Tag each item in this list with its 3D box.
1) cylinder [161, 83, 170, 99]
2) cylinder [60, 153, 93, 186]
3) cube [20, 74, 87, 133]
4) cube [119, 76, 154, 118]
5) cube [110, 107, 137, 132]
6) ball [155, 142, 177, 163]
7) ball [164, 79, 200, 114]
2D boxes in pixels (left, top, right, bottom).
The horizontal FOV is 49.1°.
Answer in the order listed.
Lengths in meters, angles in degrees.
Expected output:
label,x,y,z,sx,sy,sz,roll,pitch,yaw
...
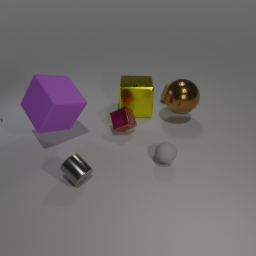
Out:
label,x,y,z,sx,sy,sz,roll,pitch,yaw
cylinder,1.985,-1.665,13.095,0.700,0.700,0.700,16,26,-8
cylinder,-1.537,1.241,8.380,0.700,0.700,0.700,43,46,13
cube,-2.543,-0.840,9.576,1.400,1.400,1.400,-9,54,-51
cube,0.361,-1.390,12.242,1.400,1.400,1.400,1,31,1
cube,-0.173,-0.317,10.729,0.700,0.700,0.700,-21,-17,22
ball,1.229,0.799,9.097,0.700,0.700,0.700,0,31,0
ball,2.148,-1.253,11.164,1.400,1.400,1.400,0,31,0
